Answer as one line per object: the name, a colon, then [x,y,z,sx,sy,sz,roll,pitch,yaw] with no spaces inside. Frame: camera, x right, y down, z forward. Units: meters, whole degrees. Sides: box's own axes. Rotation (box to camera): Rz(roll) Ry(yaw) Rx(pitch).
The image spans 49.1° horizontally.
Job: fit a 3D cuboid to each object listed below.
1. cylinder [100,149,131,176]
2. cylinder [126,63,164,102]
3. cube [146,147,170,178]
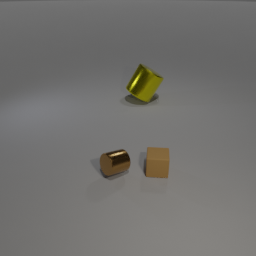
cylinder: [-0.400,1.050,8.620,0.700,0.700,0.700,-11,29,-38]
cylinder: [0.819,-2.223,13.814,1.400,1.400,1.400,29,18,-10]
cube: [0.936,1.086,8.871,0.700,0.700,0.700,3,28,5]
